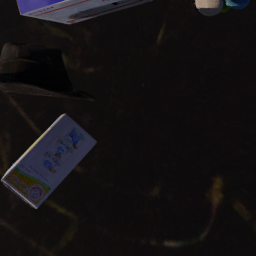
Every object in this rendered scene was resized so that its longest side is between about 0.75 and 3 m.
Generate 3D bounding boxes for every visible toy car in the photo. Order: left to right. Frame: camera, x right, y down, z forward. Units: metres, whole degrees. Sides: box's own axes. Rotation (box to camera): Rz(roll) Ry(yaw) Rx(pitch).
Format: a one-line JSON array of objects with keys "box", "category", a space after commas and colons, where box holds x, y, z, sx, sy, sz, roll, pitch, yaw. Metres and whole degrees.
[{"box": [2.363, -3.464, 6.383, 1.504, 1.719, 1.289, -41, 46, -20], "category": "toy car"}]

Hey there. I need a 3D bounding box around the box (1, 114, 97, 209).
[{"box": [-1.935, 0.751, 6.948, 1.053, 1.169, 2.078, 44, 77, -13], "category": "box"}]

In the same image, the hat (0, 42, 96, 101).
[{"box": [-2.061, -1.318, 6.298, 2.942, 2.942, 1.187, 5, 94, 1], "category": "hat"}]

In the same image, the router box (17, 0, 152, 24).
[{"box": [-0.752, -2.752, 5.728, 2.240, 2.010, 0.547, -8, 102, 17], "category": "router box"}]
